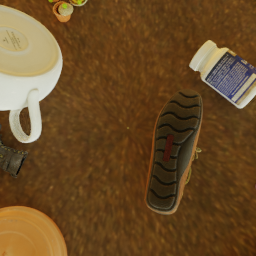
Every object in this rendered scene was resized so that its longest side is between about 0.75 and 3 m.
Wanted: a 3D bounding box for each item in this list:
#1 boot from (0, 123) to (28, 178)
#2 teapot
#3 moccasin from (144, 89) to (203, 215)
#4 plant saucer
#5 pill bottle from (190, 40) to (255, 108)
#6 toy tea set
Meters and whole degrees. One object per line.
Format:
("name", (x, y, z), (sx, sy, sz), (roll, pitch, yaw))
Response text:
("boot", (-2.933, 0.514, 6.792), (1.044, 0.415, 1.199), (14, 84, 3))
("teapot", (-2.926, -1.336, 6.568), (2.638, 1.952, 2.672), (25, 45, -18))
("moccasin", (1.136, 0.513, 6.496), (1.068, 1.127, 2.921), (5, 77, 16))
("plant saucer", (-2.569, 2.960, 6.057), (2.452, 0.396, 2.452), (0, 74, 0))
("pill bottle", (2.461, -1.368, 7.011), (1.707, 0.988, 0.988), (40, 78, 11))
("toy tea set", (-1.849, -4.066, 7.907), (1.240, 0.772, 2.085), (-21, 75, -6))
